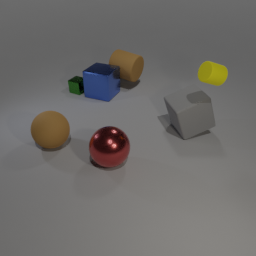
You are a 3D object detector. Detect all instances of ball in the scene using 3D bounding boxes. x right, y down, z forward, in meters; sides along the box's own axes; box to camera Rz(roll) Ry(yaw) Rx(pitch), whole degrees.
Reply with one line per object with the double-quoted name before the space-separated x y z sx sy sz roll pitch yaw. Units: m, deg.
"ball" -2.863 0.057 10.357 1.400 1.400 1.400 0 32 0
"ball" -0.622 0.633 9.473 1.400 1.400 1.400 0 32 0

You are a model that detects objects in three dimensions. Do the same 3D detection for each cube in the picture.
"cube" 2.442 -0.659 11.142 1.400 1.400 1.400 -24 35 -1
"cube" -1.303 -2.344 14.135 1.400 1.400 1.400 13 35 19
"cube" -2.606 -2.221 14.582 0.700 0.700 0.700 17 39 26

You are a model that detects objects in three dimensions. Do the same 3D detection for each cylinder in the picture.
"cylinder" -0.089 -3.291 14.777 1.400 1.400 1.400 23 39 23
"cylinder" 2.826 -1.816 9.360 0.700 0.700 0.700 8 27 -28
